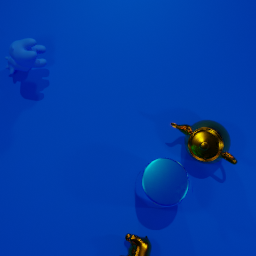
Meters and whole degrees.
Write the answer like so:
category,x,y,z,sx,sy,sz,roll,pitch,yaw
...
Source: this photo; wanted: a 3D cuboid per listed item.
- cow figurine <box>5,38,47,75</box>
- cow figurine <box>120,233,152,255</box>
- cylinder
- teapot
category,x,y,z,sx,sy,sz,roll,pitch,yaw
cow figurine,-3.167,-2.107,8.277,1.459,1.482,0.814,-4,87,7
cow figurine,0.394,3.525,7.305,1.300,0.725,1.321,27,67,-14
cylinder,0.872,1.509,7.526,1.223,1.223,1.223,2,72,-6
teapot,2.129,0.386,7.843,2.060,1.008,1.281,34,108,14
